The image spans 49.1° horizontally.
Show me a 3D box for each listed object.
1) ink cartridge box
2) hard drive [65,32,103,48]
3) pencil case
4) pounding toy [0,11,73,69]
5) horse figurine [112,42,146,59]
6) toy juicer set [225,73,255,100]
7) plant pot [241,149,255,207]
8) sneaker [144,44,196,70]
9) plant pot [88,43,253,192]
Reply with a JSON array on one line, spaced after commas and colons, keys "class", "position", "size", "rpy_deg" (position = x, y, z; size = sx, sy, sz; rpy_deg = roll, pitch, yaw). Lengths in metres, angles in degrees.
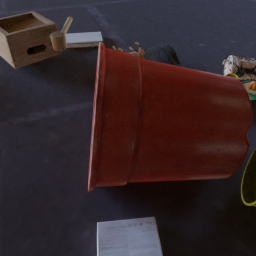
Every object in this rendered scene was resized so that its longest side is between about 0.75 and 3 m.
[{"class": "ink cartridge box", "position": [0.024, 1.973, 4.507], "size": [1.029, 0.209, 1.031], "rpy_deg": [-4, 40, -4]}, {"class": "hard drive", "position": [-1.811, -3.493, 11.075], "size": [1.563, 0.205, 1.031], "rpy_deg": [-6, 40, -7]}, {"class": "pencil case", "position": [3.935, -1.854, 8.703], "size": [1.837, 0.715, 0.821], "rpy_deg": [4, 33, 5]}, {"class": "pounding toy", "position": [-2.925, -2.922, 9.547], "size": [2.442, 1.272, 2.780], "rpy_deg": [-28, 48, -30]}, {"class": "horse figurine", "position": [0.160, -2.543, 9.729], "size": [1.503, 0.375, 0.996], "rpy_deg": [-18, 60, -30]}, {"class": "toy juicer set", "position": [3.447, -0.984, 7.834], "size": [1.806, 0.491, 1.149], "rpy_deg": [25, 47, 25]}, {"class": "plant pot", "position": [2.934, 0.994, 5.009], "size": [1.264, 1.313, 1.313], "rpy_deg": [21, 43, 6]}, {"class": "sneaker", "position": [1.017, -1.667, 8.326], "size": [1.227, 1.026, 2.703], "rpy_deg": [-21, 41, -13]}, {"class": "plant pot", "position": [0.640, -0.086, 5.346], "size": [2.614, 2.688, 2.688], "rpy_deg": [5, 39, -7]}]
